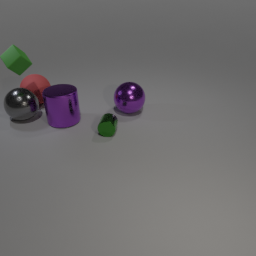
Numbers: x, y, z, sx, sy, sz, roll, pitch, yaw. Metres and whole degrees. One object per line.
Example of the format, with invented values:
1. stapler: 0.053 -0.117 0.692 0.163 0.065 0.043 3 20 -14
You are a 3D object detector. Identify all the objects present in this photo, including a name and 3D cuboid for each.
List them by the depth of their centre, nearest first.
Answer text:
1. cube: -4.224 -2.565 10.603 0.700 0.700 0.700 -41 67 5
2. cylinder: -0.785 -0.118 10.966 0.700 0.700 0.700 3 31 6
3. cylinder: -2.737 -0.934 11.625 1.400 1.400 1.400 -1 30 1
4. ball: -4.468 -0.999 11.769 1.400 1.400 1.400 0 31 0
5. ball: 0.066 -1.330 12.331 1.400 1.400 1.400 0 31 0
6. ball: -4.292 -1.798 13.030 1.400 1.400 1.400 0 31 0
